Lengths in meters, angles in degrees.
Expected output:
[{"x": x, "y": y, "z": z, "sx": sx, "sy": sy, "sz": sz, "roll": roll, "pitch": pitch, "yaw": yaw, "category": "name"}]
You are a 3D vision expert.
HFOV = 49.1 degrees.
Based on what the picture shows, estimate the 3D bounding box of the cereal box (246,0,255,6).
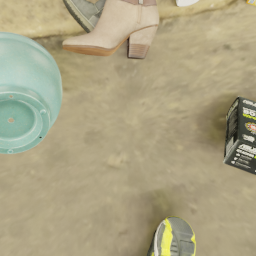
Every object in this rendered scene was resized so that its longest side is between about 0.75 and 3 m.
[{"x": 4.681, "y": -3.719, "z": 7.380, "sx": 2.438, "sy": 1.754, "sz": 0.482, "roll": 19, "pitch": 73, "yaw": 6, "category": "cereal box"}]

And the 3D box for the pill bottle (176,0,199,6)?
[{"x": 1.556, "y": -4.361, "z": 7.877, "sx": 0.903, "sy": 0.903, "sz": 1.609, "roll": -12, "pitch": 93, "yaw": -4, "category": "pill bottle"}]

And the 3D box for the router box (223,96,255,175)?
[{"x": 3.433, "y": 0.377, "z": 6.243, "sx": 2.412, "sy": 0.749, "sz": 1.808, "roll": 21, "pitch": 40, "yaw": 6, "category": "router box"}]

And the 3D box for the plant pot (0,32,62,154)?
[{"x": -1.636, "y": -0.340, "z": 3.862, "sx": 1.620, "sy": 1.620, "sz": 1.086, "roll": -25, "pitch": 44, "yaw": -7, "category": "plant pot"}]

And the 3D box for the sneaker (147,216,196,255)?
[{"x": 0.777, "y": 3.223, "z": 5.599, "sx": 1.024, "sy": 1.164, "sz": 2.750, "roll": 15, "pitch": 69, "yaw": 1, "category": "sneaker"}]

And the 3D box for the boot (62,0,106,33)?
[{"x": -0.598, "y": -3.629, "z": 7.879, "sx": 2.072, "sy": 0.752, "sz": 1.884, "roll": -41, "pitch": 92, "yaw": -4, "category": "boot"}]

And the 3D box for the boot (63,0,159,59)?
[{"x": -0.394, "y": -2.816, "z": 7.301, "sx": 2.506, "sy": 0.880, "sz": 1.832, "roll": 2, "pitch": 96, "yaw": -20, "category": "boot"}]
